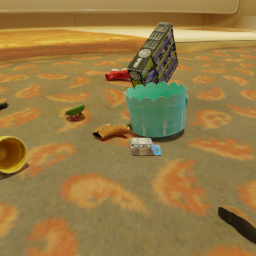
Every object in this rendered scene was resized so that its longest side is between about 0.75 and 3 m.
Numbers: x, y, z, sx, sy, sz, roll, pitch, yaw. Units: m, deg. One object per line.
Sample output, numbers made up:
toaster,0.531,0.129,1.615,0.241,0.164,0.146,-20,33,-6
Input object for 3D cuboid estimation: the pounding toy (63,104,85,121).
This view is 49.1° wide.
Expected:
pounding toy,-2.118,-0.579,11.491,0.850,0.511,1.101,-25,4,-22

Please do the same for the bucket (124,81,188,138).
bucket,1.056,-0.722,10.189,2.281,1.484,2.281,-6,22,2

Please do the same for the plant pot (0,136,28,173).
plant pot,-3.594,0.735,8.053,0.971,1.032,1.032,1,20,42

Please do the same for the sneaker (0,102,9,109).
sneaker,-5.590,-0.974,12.451,0.414,0.238,0.794,-7,22,-4

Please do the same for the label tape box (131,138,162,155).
label tape box,0.574,0.594,9.035,0.959,0.317,0.687,-1,25,1

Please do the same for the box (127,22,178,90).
box,1.196,-2.688,12.207,0.657,2.378,2.968,18,63,29

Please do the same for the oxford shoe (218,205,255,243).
oxford shoe,2.484,1.992,5.983,0.409,0.409,1.147,-8,24,-26

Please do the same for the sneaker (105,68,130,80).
sneaker,-0.597,-3.047,16.553,1.817,0.712,1.050,6,32,42

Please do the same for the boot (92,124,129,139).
boot,-0.611,0.134,9.858,1.136,0.435,0.882,16,29,32
